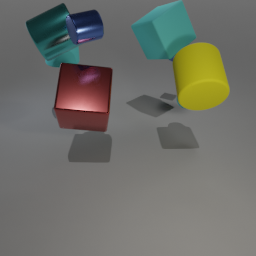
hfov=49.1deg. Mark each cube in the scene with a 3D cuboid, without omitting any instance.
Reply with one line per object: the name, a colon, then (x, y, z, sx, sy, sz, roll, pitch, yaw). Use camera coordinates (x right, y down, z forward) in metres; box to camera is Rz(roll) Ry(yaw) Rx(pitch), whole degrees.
cube: (-1.208, -0.811, 7.873, 1.400, 1.400, 1.400, 5, 69, -6)
cube: (1.246, -3.374, 9.827, 1.400, 1.400, 1.400, -41, 28, -17)

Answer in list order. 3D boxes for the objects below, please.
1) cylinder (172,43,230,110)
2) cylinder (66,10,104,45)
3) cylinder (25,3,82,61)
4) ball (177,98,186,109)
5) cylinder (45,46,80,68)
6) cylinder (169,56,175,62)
cylinder: (2.052, -1.451, 8.039, 1.400, 1.400, 1.400, -1, 59, -2)
cylinder: (-1.043, -2.435, 6.775, 0.700, 0.700, 0.700, -21, 35, -22)
cylinder: (-2.396, -3.154, 9.276, 1.400, 1.400, 1.400, -27, 33, -1)
ball: (2.087, -1.041, 9.987, 0.700, 0.700, 0.700, 0, 30, 0)
cylinder: (-2.735, -3.365, 11.450, 1.400, 1.400, 1.400, 1, 32, -1)
cylinder: (2.193, -3.095, 11.950, 0.700, 0.700, 0.700, 28, 37, 12)
